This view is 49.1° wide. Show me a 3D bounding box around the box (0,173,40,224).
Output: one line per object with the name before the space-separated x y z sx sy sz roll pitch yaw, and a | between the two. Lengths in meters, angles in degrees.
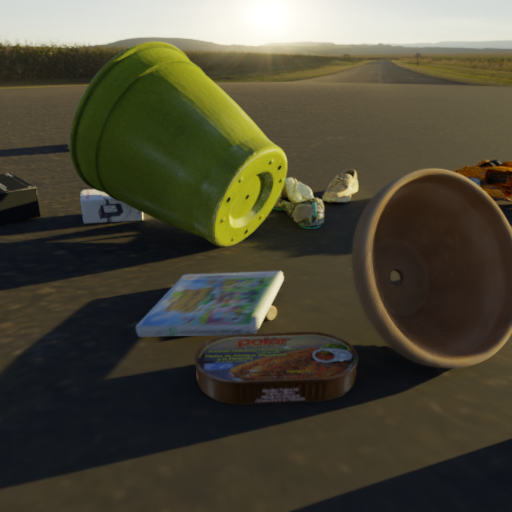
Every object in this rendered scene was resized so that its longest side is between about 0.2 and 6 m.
box | -4.987 -1.097 10.730 1.143 0.638 1.619 -19 27 -33

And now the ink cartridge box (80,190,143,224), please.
ink cartridge box | -2.735 -0.961 10.605 1.091 0.460 0.790 -4 21 -15

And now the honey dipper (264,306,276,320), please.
honey dipper | -0.118 0.593 7.021 0.175 0.175 0.924 -18 24 -38

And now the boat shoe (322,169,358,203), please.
boat shoe | 1.809 -1.498 11.939 0.574 0.517 1.591 10 23 24

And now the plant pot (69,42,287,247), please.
plant pot | -1.045 -1.589 9.214 2.701 2.806 2.806 36 35 21

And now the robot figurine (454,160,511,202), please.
robot figurine | 5.597 -1.486 11.575 1.906 0.765 2.629 -20 28 -41

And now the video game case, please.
video game case | -0.502 0.549 6.795 1.396 0.169 1.533 -3 20 16

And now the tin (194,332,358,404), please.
tin | 0.197 1.086 5.522 1.592 0.333 0.891 -1 25 -3

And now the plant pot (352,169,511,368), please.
plant pot | 1.801 0.175 6.121 2.073 2.073 0.957 -10 -7 -25

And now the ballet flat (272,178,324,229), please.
ballet flat | 0.729 -1.122 10.720 0.725 0.725 2.017 -8 22 -20
